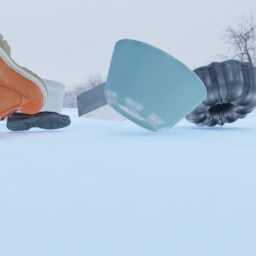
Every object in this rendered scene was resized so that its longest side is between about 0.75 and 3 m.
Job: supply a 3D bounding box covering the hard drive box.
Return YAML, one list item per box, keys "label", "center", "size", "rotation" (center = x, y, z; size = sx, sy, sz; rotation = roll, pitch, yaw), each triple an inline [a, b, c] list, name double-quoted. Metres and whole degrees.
- label: "hard drive box"
  center: [-0.448, -0.777, 9.139]
  size: [1.502, 0.740, 1.928]
  rotation: [-17, -16, 41]

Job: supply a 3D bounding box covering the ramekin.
- label: "ramekin"
  center: [-3.436, -0.875, 9.584]
  size: [2.518, 1.322, 2.518]
  rotation: [0, -1, 0]

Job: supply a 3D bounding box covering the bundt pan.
- label: "bundt pan"
  center: [2.383, -0.726, 7.346]
  size: [2.274, 0.854, 2.274]
  rotation: [-4, -28, -2]

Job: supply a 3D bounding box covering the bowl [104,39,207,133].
- label: "bowl"
  center: [0.395, -0.703, 5.935]
  size: [2.229, 1.166, 2.229]
  rotation: [30, -6, 4]

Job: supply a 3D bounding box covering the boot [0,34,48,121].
- label: "boot"
  center: [-2.380, -0.568, 5.110]
  size: [1.025, 1.465, 2.732]
  rotation: [3, -16, 10]

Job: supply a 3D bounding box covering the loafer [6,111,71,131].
- label: "loafer"
  center: [-2.051, -0.242, 6.473]
  size: [1.425, 0.448, 0.512]
  rotation: [-4, -34, -18]
